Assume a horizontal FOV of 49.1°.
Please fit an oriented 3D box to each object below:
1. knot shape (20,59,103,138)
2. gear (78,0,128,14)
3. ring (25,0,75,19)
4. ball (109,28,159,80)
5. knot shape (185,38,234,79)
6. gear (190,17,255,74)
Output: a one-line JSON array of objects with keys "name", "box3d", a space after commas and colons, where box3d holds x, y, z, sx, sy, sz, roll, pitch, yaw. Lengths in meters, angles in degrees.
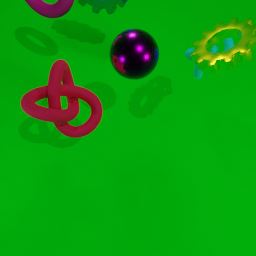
[{"name": "knot shape", "box3d": [-1.419, -0.552, 6.688, 1.780, 0.879, 1.902, 44, 45, -22]}, {"name": "gear", "box3d": [-0.849, -4.497, 8.393, 2.064, 2.064, 0.382, 14, 50, 8]}, {"name": "ring", "box3d": [-2.311, -4.088, 7.781, 2.005, 2.005, 0.401, 25, 43, 14]}, {"name": "ball", "box3d": [0.150, -1.740, 6.644, 1.177, 1.177, 1.177, 0, 59, 0]}, {"name": "knot shape", "box3d": [2.043, -1.969, 7.443, 1.330, 0.615, 1.245, -48, 25, 8]}, {"name": "gear", "box3d": [2.011, -1.722, 5.808, 1.387, 0.257, 1.387, -22, 43, 22]}]
